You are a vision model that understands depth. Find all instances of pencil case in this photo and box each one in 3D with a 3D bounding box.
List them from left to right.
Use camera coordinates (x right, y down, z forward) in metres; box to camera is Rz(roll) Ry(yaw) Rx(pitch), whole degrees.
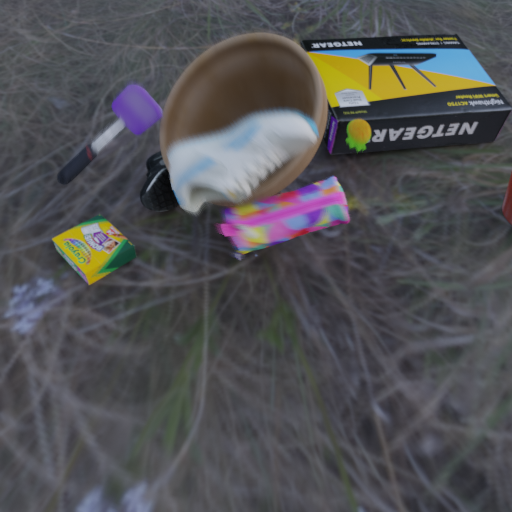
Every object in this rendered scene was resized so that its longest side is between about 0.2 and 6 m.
[{"bbox_3d":[0.496,-0.664,9.505,2.121,0.938,0.938,-18,46,2],"label":"pencil case"}]

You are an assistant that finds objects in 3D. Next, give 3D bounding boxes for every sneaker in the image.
[{"bbox_3d":[-1.830,-1.584,11.088,0.942,0.815,2.151,5,39,24],"label":"sneaker"},{"bbox_3d":[-0.170,-1.329,8.070,2.300,0.880,0.929,-17,71,22],"label":"sneaker"}]

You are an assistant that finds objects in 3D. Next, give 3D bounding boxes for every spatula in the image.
[{"bbox_3d":[-2.691,-2.021,9.811,2.543,0.719,0.261,-35,18,23],"label":"spatula"}]

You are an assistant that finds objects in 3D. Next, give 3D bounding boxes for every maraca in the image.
[{"bbox_3d":[1.944,-2.306,10.680,0.495,0.386,0.722,21,62,-5],"label":"maraca"}]

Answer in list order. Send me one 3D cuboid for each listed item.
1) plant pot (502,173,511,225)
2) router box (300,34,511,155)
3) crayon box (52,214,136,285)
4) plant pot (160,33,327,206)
[{"bbox_3d":[5.289,-1.318,10.096,1.640,1.595,1.640,0,45,0],"label":"plant pot"},{"bbox_3d":[3.165,-3.703,12.526,3.934,1.005,2.934,-7,53,-11],"label":"router box"},{"bbox_3d":[-2.832,-0.140,9.807,0.978,0.330,1.134,-33,54,-29],"label":"crayon box"},{"bbox_3d":[-0.064,-2.162,9.719,2.967,1.369,2.967,-7,74,25],"label":"plant pot"}]
